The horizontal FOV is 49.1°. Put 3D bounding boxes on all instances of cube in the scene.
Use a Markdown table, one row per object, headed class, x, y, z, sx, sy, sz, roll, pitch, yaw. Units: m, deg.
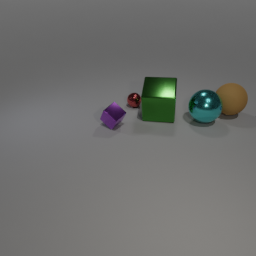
| class | x | y | z | sx | sy | sz | roll | pitch | yaw |
| --- | --- | --- | --- | --- | --- | --- | --- | --- | --- |
| cube | -0.615 | -0.496 | 11.505 | 0.700 | 0.700 | 0.700 | 42 | 57 | 8 |
| cube | 1.361 | -1.231 | 12.104 | 1.400 | 1.400 | 1.400 | 4 | 47 | 9 |

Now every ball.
| class | x | y | z | sx | sy | sz | roll | pitch | yaw |
| --- | --- | --- | --- | --- | --- | --- | --- | --- | --- |
| ball | 3.235 | -0.914 | 11.727 | 1.400 | 1.400 | 1.400 | 0 | 29 | 0 |
| ball | 4.499 | -1.270 | 12.285 | 1.400 | 1.400 | 1.400 | 0 | 29 | 0 |
| ball | 0.300 | -1.341 | 13.406 | 0.700 | 0.700 | 0.700 | 0 | 29 | 0 |
